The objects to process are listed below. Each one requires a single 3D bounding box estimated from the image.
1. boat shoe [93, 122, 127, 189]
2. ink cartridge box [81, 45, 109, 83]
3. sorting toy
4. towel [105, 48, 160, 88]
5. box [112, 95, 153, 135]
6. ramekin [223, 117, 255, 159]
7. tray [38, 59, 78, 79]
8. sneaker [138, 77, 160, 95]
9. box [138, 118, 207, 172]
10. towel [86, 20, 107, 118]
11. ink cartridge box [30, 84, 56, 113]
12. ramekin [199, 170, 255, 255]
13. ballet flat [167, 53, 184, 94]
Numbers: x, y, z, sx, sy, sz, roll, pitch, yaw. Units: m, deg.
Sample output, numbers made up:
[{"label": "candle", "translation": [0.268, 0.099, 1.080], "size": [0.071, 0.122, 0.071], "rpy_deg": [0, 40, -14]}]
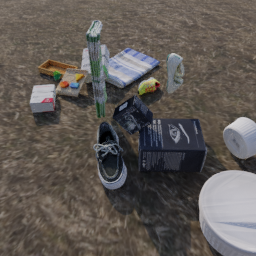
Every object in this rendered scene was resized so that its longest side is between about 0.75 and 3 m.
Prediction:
[{"label": "boat shoe", "translation": [-0.600, 0.759, 8.902], "size": [0.914, 0.846, 2.477], "rpy_deg": [-13, 42, 8]}, {"label": "ink cartridge box", "translation": [-1.452, -2.893, 12.612], "size": [1.116, 0.643, 1.530], "rpy_deg": [-6, 62, 14]}, {"label": "sorting toy", "translation": [-2.657, -2.033, 12.061], "size": [1.736, 0.255, 1.283], "rpy_deg": [10, 68, 24]}, {"label": "towel", "translation": [-0.118, -2.965, 13.430], "size": [2.112, 0.342, 2.876], "rpy_deg": [31, 51, 28]}, {"label": "box", "translation": [0.157, -0.393, 8.713], "size": [0.897, 0.882, 0.556], "rpy_deg": [-31, 30, 31]}, {"label": "ramekin", "translation": [3.740, 0.369, 9.166], "size": [0.639, 1.311, 1.311], "rpy_deg": [-25, 48, -14]}, {"label": "tray", "translation": [-3.284, -2.747, 13.221], "size": [1.695, 0.314, 0.836], "rpy_deg": [17, 46, 19]}, {"label": "sneaker", "translation": [0.913, -1.765, 12.023], "size": [0.580, 0.502, 1.283], "rpy_deg": [32, 51, 26]}, {"label": "box", "translation": [1.358, 0.540, 9.095], "size": [2.038, 1.063, 1.508], "rpy_deg": [2, 42, 1]}, {"label": "towel", "translation": [-0.937, -2.018, 9.516], "size": [0.432, 2.816, 2.101], "rpy_deg": [-3, 31, 2]}, {"label": "ink cartridge box", "translation": [-3.431, -1.216, 11.411], "size": [0.878, 0.504, 1.209], "rpy_deg": [-4, 43, -5]}, {"label": "ramekin", "translation": [2.896, 2.307, 7.195], "size": [2.296, 1.069, 2.296], "rpy_deg": [0, 42, 0]}, {"label": "ballet flat", "translation": [1.719, -1.852, 10.116], "size": [0.638, 1.839, 0.638], "rpy_deg": [-4, 52, 5]}]
